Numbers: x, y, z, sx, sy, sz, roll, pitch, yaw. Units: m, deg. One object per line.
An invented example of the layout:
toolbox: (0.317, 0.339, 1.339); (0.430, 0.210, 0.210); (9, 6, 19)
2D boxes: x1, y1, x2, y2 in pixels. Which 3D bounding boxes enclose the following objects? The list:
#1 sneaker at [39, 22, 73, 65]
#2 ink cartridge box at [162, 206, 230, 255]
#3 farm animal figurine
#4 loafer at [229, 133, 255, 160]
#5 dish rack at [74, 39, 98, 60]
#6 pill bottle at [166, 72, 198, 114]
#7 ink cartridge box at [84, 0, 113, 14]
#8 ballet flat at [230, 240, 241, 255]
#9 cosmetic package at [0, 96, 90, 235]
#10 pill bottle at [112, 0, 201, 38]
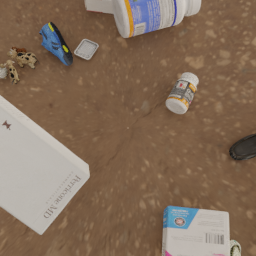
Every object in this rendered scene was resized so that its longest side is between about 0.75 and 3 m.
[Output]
sneaker: (-2.525, -2.808, 9.749); (0.709, 0.596, 1.808); (-33, 76, 14)
ink cartridge box: (1.641, 3.448, 6.975); (1.569, 0.925, 2.725); (6, 68, 2)
farm animal figurine: (-3.847, -2.186, 9.362); (1.117, 0.696, 1.384); (40, 73, 14)
loafer: (3.914, 0.404, 8.334); (1.872, 0.677, 0.681); (-23, 71, -8)
dish rack: (-1.456, -2.744, 9.877); (0.647, 0.164, 0.753); (26, 70, 11)
pill bottle: (1.752, -1.121, 8.934); (0.717, 0.717, 1.232); (26, 70, 10)
ink cartridge box: (-0.880, -5.228, 10.586); (1.214, 0.686, 1.657); (7, 68, 3)
ballet flat: (2.689, 3.606, 7.175); (0.484, 0.484, 1.394); (9, 69, 4)
cosmetic package: (-2.173, 0.470, 5.101); (2.722, 0.970, 1.380); (40, 87, -10)
pill bottle: (0.979, -4.239, 9.705); (2.829, 1.585, 1.585); (-18, 69, -7)
